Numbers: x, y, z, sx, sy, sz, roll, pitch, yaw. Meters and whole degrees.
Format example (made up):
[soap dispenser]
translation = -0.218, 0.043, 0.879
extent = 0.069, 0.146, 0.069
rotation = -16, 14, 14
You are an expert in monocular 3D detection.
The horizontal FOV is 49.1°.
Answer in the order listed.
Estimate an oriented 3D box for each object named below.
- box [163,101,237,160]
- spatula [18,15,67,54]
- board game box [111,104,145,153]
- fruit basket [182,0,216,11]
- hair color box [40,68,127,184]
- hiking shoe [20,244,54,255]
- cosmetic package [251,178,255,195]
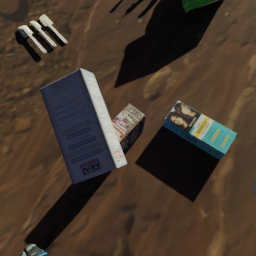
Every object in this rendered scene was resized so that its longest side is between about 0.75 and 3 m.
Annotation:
[box]
translation = 2.160, 0.045, 8.549
extent = 2.028, 0.498, 0.835
rotation = 32, 68, 15
[spatula]
translation = -3.204, -3.512, 10.551
extent = 1.247, 0.144, 1.794
rotation = -34, 69, -21
[board game box]
translation = -0.154, 0.121, 8.209
extent = 0.629, 1.036, 1.299
rotation = 38, 70, 17
[fruit basket]
translation = 2.906, -5.790, 11.143
extent = 2.317, 1.671, 2.317
rotation = -16, 22, 7
[hair color box]
translation = -0.691, -0.021, 4.352
extent = 0.778, 0.476, 1.571
rotation = -22, 83, 17
[hiking shoe]
translation = -2.504, 3.670, 6.677
extent = 0.715, 0.613, 1.648
rotation = 20, 65, 11
[cosmetic package]
translation = 3.303, 0.660, 5.689
extent = 1.819, 0.925, 0.673
rotation = -32, 46, -30
